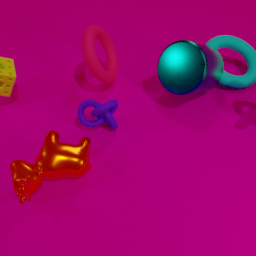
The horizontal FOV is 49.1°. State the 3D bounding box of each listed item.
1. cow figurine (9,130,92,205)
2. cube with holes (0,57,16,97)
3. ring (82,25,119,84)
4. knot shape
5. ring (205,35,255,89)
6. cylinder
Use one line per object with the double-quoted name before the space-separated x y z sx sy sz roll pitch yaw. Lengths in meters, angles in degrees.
"cow figurine" -1.596 0.853 5.941 1.641 0.901 1.614 10 50 -6
"cube with holes" -3.406 -1.359 7.282 0.713 0.713 0.713 5 48 -36
"ring" -0.751 -2.084 7.957 0.334 1.668 1.668 -11 42 25
"knot shape" -0.626 -0.302 6.966 1.088 1.018 0.503 -14 54 27
"ring" 3.182 -2.052 8.612 1.904 0.381 1.904 4 66 -9
"cylinder" 1.703 -1.607 7.577 1.369 1.369 1.369 33 26 27
